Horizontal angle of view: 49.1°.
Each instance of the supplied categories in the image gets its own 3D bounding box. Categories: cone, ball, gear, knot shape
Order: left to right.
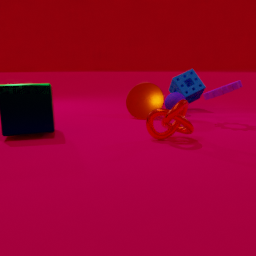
[{"bbox_3d":[0.817,-0.836,11.067,1.454,1.454,1.460,4,-13,18],"label":"cone"},{"bbox_3d":[1.223,-0.139,7.404,1.204,1.286,0.594,31,34,-36],"label":"knot shape"},{"bbox_3d":[1.912,-1.000,11.295,0.869,0.869,0.869,0,13,0],"label":"ball"},{"bbox_3d":[3.153,-1.255,9.365,1.241,0.229,1.241,-21,2,1],"label":"gear"}]

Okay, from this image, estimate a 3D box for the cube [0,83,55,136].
[{"bbox_3d":[-2.800,-0.547,7.933,1.331,1.331,1.331,-4,7,-13],"label":"cube"}]

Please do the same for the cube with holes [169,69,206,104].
[{"bbox_3d":[2.607,-1.752,12.487,1.056,1.056,1.056,-26,-19,-12],"label":"cube with holes"}]
